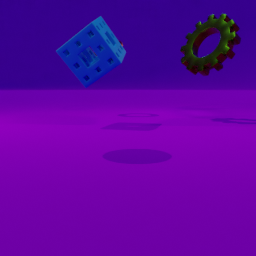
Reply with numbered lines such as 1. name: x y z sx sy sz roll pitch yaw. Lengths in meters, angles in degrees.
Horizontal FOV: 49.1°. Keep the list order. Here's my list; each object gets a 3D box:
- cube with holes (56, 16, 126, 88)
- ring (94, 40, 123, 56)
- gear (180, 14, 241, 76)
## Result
1. cube with holes: -0.993 -2.194 8.045 1.272 1.272 1.272 -31 21 20
2. ring: -0.907 -3.026 11.208 1.570 0.314 1.570 -25 25 13
3. gear: 2.646 -2.722 9.205 0.373 2.016 2.016 23 -7 -38
